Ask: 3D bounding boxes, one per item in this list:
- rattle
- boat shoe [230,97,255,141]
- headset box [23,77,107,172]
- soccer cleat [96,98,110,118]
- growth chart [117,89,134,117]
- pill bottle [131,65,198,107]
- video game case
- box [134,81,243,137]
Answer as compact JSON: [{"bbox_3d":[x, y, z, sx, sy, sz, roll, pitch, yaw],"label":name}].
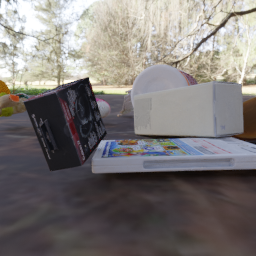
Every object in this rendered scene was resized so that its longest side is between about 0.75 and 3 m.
[{"bbox_3d":[-3.071,-0.988,7.349,1.090,1.196,1.675,4,-16,-19],"label":"rattle"},{"bbox_3d":[3.133,-0.268,5.496,2.456,0.864,0.864,-18,-28,8],"label":"boat shoe"},{"bbox_3d":[-0.688,-0.076,3.295,0.431,0.831,1.117,-12,17,17],"label":"headset box"},{"bbox_3d":[-1.536,-0.505,8.557,2.031,0.709,0.877,6,29,27],"label":"soccer cleat"},{"bbox_3d":[0.187,-0.998,10.172,1.023,1.413,0.125,-18,58,-28],"label":"growth chart"},{"bbox_3d":[1.310,-0.982,8.494,1.598,1.598,2.798,3,7,23],"label":"pill bottle"},{"bbox_3d":[0.670,0.336,3.935,2.200,0.198,1.575,-1,6,-1],"label":"video game case"},{"bbox_3d":[1.057,-0.316,5.559,0.785,0.943,2.295,-3,3,-33],"label":"box"}]
